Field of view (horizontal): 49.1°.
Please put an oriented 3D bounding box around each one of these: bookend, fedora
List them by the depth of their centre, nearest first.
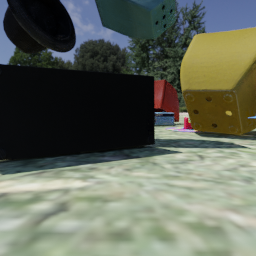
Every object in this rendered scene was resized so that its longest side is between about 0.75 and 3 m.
[{"bbox_3d":[-1.213,-0.272,4.649,2.405,1.108,2.390,-3,5,-36],"label":"bookend"},{"bbox_3d":[-2.689,-3.009,7.946,1.220,2.672,2.672,-29,-9,24],"label":"fedora"}]

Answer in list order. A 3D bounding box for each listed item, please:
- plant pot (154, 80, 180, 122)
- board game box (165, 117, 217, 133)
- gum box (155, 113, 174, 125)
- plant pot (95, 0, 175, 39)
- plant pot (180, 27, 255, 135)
[{"bbox_3d":[1.272,-1.171,11.964,1.595,1.407,1.596,1,-18,38],"label":"plant pot"},{"bbox_3d":[2.310,-0.189,8.209,2.460,0.479,1.944,-3,5,-39],"label":"board game box"},{"bbox_3d":[0.648,-0.374,10.947,1.821,0.478,2.144,0,4,-6],"label":"gum box"},{"bbox_3d":[0.201,-2.644,6.028,1.548,1.094,1.094,39,-18,30],"label":"plant pot"},{"bbox_3d":[2.446,-0.998,6.987,2.101,2.088,2.150,5,43,36],"label":"plant pot"}]
